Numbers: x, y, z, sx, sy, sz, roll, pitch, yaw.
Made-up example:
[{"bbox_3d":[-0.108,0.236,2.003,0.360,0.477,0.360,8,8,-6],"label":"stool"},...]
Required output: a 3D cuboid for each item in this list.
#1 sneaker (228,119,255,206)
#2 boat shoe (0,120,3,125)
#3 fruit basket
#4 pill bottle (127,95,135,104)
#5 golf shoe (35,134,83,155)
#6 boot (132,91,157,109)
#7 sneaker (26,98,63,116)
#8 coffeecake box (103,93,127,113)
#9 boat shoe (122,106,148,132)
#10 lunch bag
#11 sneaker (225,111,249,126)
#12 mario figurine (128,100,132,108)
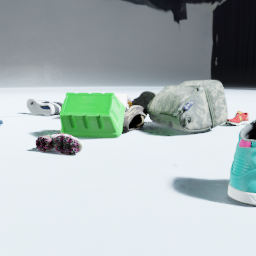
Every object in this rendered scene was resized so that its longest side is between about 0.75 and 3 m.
[{"bbox_3d":[2.540,0.364,4.527,2.194,1.324,0.917,-6,12,-27],"label":"sneaker"},{"bbox_3d":[-5.273,-0.308,10.612,1.247,0.428,0.525,4,11,21],"label":"boat shoe"},{"bbox_3d":[-1.072,-0.284,9.043,2.086,1.504,2.086,5,-32,3],"label":"fruit basket"},{"bbox_3d":[-0.005,-1.933,18.968,1.013,0.577,0.577,11,15,44],"label":"pill bottle"},{"bbox_3d":[-1.617,0.349,6.940,1.326,0.481,0.611,5,12,26],"label":"golf shoe"},{"bbox_3d":[1.463,-1.269,13.744,1.912,0.914,2.532,-3,-4,-23],"label":"boot"},{"bbox_3d":[-3.971,-1.007,13.828,2.083,0.761,1.165,17,15,34],"label":"sneaker"},{"bbox_3d":[-1.227,-1.042,13.019,2.077,0.988,2.706,1,11,7],"label":"coffeecake box"},{"bbox_3d":[0.229,-0.248,9.809,0.767,0.779,2.092,16,26,27],"label":"boat shoe"},{"bbox_3d":[1.985,-0.677,9.749,1.962,1.630,2.339,-24,18,-22],"label":"lunch bag"},{"bbox_3d":[4.182,-0.395,10.757,1.284,0.545,0.494,-8,13,-36],"label":"sneaker"},{"bbox_3d":[1.048,-1.289,15.748,1.950,1.034,1.204,-14,51,-17],"label":"mario figurine"}]
